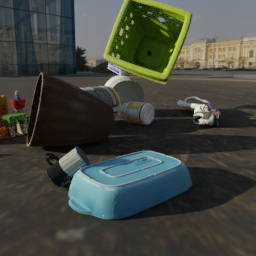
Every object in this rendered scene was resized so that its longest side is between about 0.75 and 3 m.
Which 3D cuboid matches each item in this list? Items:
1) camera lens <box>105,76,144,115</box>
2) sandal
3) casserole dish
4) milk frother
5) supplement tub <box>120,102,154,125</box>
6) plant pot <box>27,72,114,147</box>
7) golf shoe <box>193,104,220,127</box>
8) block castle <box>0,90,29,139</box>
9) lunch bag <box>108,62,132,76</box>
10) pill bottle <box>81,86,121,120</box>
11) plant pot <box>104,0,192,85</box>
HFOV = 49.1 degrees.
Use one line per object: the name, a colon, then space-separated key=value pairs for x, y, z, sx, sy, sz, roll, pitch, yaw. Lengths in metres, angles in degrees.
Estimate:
camera lens: x=-0.238 y=-1.537 z=13.179 sx=1.759 sy=1.759 sz=2.198 roll=-2 pitch=14 yaw=-10
sandal: x=3.225 y=-1.152 z=13.147 sx=1.196 sy=0.722 sz=2.939 roll=18 pitch=4 yaw=-24
casserole dish: x=0.090 y=0.937 z=5.345 sx=2.577 sy=0.500 sz=1.561 roll=-10 pitch=16 yaw=-39
milk frother: x=-1.240 y=0.639 z=5.586 sx=0.731 sy=0.777 sz=0.701 roll=-37 pitch=-10 yaw=1
supplement tub: x=0.364 y=-0.610 z=11.190 sx=1.174 sy=0.849 sz=0.849 roll=10 pitch=16 yaw=37
plant pot: x=-1.612 y=-0.333 z=8.192 sx=2.218 sy=2.073 sz=2.073 roll=11 pitch=8 yaw=-25
golf shoe: x=2.951 y=-0.527 z=11.220 sx=0.841 sy=0.738 sz=1.911 roll=-9 pitch=13 yaw=-6
block castle: x=-4.350 y=-0.520 z=9.631 sx=1.971 sy=1.384 sz=2.950 roll=8 pitch=15 yaw=31
lunch bag: x=-0.388 y=-3.053 z=14.264 sx=0.987 sy=0.465 sz=1.232 roll=-18 pitch=41 yaw=-43
pill bottle: x=-1.575 y=-0.752 z=10.370 sx=1.522 sy=1.522 sz=2.616 roll=9 pitch=15 yaw=35
plant pot: x=0.879 y=-3.286 z=11.291 sx=2.656 sy=2.643 sz=2.410 roll=22 pitch=2 yaw=10
